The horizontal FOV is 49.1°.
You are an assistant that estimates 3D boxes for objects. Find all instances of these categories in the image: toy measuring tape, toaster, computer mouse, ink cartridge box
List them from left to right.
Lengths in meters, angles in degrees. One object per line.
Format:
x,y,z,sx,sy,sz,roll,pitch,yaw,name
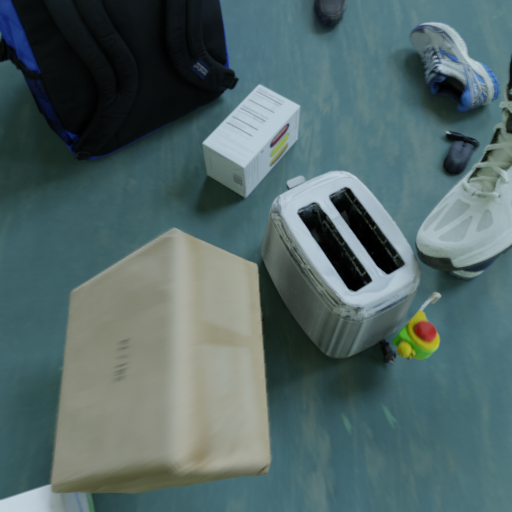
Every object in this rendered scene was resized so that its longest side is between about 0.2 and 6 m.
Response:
-2.614,3.216,6.825,0.962,1.329,0.558,-16,65,-8,ink cartridge box
1.206,0.184,8.062,1.623,1.845,2.857,-25,66,-11,toaster
2.419,1.046,7.948,0.559,0.559,1.520,39,42,17,toy measuring tape
3.612,-1.860,9.986,0.633,0.241,0.914,22,65,10,computer mouse

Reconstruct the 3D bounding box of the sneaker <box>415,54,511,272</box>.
2.971,-1.382,6.782,3.222,1.854,1.216,-42,37,-3,sneaker

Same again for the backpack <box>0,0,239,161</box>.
-2.721,-4.315,8.895,3.548,4.366,3.664,-37,69,-16,backpack

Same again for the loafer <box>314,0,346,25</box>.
1.583,-5.627,11.622,0.695,0.691,1.910,5,64,1,loafer

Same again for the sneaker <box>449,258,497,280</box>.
4.023,-0.936,8.990,1.011,1.182,2.883,30,67,14,sneaker

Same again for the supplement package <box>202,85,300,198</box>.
-0.060,-1.985,9.665,0.882,0.916,1.610,33,68,16,supplement package

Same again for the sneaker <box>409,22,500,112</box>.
3.540,-3.561,10.545,0.912,0.825,2.140,-32,67,-11,sneaker

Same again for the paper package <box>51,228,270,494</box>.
-1.150,1.332,6.483,2.409,1.308,2.528,-26,56,36,paper package

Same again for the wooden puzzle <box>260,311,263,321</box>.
-1.103,1.129,8.371,1.783,0.446,1.925,29,67,14,wooden puzzle
